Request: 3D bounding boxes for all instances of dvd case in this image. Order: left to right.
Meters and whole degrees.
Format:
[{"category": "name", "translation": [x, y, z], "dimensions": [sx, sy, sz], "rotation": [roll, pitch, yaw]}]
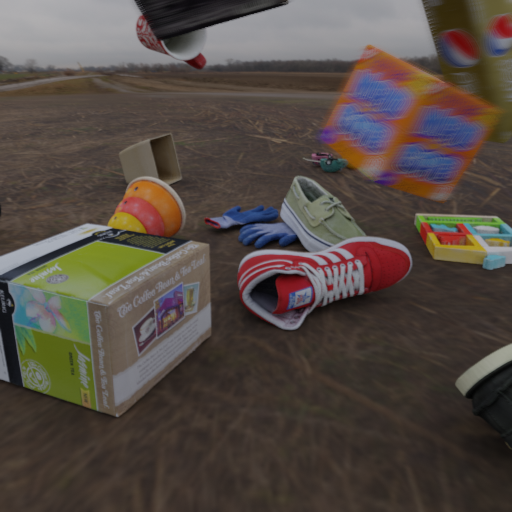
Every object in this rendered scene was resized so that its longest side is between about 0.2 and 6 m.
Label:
[{"category": "dvd case", "translation": [-0.534, -2.458, 4.354], "dimensions": [1.254, 0.135, 1.686], "rotation": [-11, -23, 11]}]

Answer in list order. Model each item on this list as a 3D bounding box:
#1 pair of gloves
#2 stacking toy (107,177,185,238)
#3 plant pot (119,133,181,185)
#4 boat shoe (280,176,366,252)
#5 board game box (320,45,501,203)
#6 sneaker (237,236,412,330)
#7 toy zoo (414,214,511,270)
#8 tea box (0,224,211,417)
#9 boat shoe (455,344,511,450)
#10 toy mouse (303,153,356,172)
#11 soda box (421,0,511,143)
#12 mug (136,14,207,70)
[{"category": "pair of gloves", "translation": [0.073, -0.572, 10.369], "dimensions": [1.664, 0.236, 2.070], "rotation": [-15, 26, -40]}, {"category": "stacking toy", "translation": [-2.021, -0.457, 9.180], "dimensions": [1.191, 1.191, 1.631], "rotation": [9, 38, 24]}, {"category": "plant pot", "translation": [-2.691, -2.318, 13.944], "dimensions": [1.051, 1.187, 1.185], "rotation": [-4, 17, 21]}, {"category": "boat shoe", "translation": [1.107, -0.613, 9.326], "dimensions": [0.918, 0.791, 2.549], "rotation": [-5, 27, -26]}, {"category": "board game box", "translation": [2.030, -1.761, 7.579], "dimensions": [1.399, 1.400, 1.401], "rotation": [10, 28, -34]}, {"category": "sneaker", "translation": [0.878, 0.322, 7.016], "dimensions": [2.292, 0.816, 1.289], "rotation": [-6, 16, 5]}, {"category": "toy zoo", "translation": [3.650, -0.283, 9.523], "dimensions": [1.526, 0.238, 2.326], "rotation": [2, 20, 6]}, {"category": "tea box", "translation": [-1.636, 0.531, 5.884], "dimensions": [1.751, 1.189, 1.779], "rotation": [9, 22, 24]}, {"category": "boat shoe", "translation": [2.810, 1.109, 5.001], "dimensions": [2.476, 0.906, 0.776], "rotation": [-6, 49, -37]}, {"category": "toy mouse", "translation": [2.064, -2.626, 15.760], "dimensions": [1.742, 0.379, 1.960], "rotation": [-10, 22, -26]}, {"category": "soda box", "translation": [3.793, -3.321, 9.468], "dimensions": [0.906, 2.831, 0.959], "rotation": [-45, 37, -14]}, {"category": "mug", "translation": [-1.690, -4.225, 10.948], "dimensions": [0.968, 1.288, 1.451], "rotation": [-27, 34, -23]}]
